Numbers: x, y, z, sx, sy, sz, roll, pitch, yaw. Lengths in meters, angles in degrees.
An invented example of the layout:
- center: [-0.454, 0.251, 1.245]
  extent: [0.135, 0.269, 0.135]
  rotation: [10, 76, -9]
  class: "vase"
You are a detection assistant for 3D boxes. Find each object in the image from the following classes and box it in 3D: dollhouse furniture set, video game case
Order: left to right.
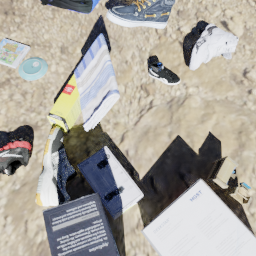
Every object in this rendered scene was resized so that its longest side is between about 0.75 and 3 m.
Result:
- center: [-4.575, -2.904, 10.831]
  extent: [1.199, 0.132, 1.091]
  rotation: [20, 65, 10]
  class: "video game case"
- center: [2.999, 1.585, 8.273]
  extent: [1.186, 0.831, 0.836]
  rotation: [37, 67, -2]
  class: "dollhouse furniture set"

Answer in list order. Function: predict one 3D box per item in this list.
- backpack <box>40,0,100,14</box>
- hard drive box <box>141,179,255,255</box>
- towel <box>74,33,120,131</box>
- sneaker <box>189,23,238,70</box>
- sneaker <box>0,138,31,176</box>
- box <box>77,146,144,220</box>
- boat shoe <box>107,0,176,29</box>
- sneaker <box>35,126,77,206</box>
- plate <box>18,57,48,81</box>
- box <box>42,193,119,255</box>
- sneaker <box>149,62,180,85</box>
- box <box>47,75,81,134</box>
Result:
- center: [-2.194, -6.110, 11.346]
  extent: [2.607, 2.119, 2.188]
  rotation: [23, 63, 12]
  class: "backpack"
- center: [1.996, 3.021, 7.114]
  extent: [2.100, 1.035, 2.695]
  rotation: [-39, 70, -5]
  class: "hard drive box"
- center: [-0.890, -1.200, 7.365]
  extent: [0.260, 1.605, 2.185]
  rotation: [9, 53, -35]
  class: "towel"
- center: [3.213, -2.899, 10.401]
  extent: [1.342, 0.877, 2.335]
  rotation: [25, 62, 15]
  class: "sneaker"
- center: [-3.936, 1.042, 8.509]
  extent: [2.025, 0.716, 0.989]
  rotation: [-15, 62, -9]
  class: "sneaker"
- center: [-0.534, 1.613, 8.309]
  extent: [1.102, 0.568, 1.889]
  rotation: [-34, 68, -16]
  class: "box"
- center: [0.424, -3.789, 8.792]
  extent: [2.212, 1.004, 0.783]
  rotation: [-8, 52, -29]
  class: "boat shoe"
- center: [-2.080, 1.147, 8.503]
  extent: [1.085, 0.936, 2.474]
  rotation: [9, 63, -15]
  class: "sneaker"
- center: [-3.574, -2.265, 10.507]
  extent: [1.104, 0.141, 1.104]
  rotation: [-1, 63, 1]
  class: "plate"
- center: [-0.905, 3.055, 6.633]
  extent: [1.351, 2.263, 2.301]
  rotation: [-17, 65, -10]
  class: "box"
- center: [1.324, -1.984, 10.059]
  extent: [1.214, 0.679, 0.444]
  rotation: [19, 65, 9]
  class: "sneaker"
- center: [-1.763, -1.093, 9.483]
  extent: [0.624, 0.936, 2.488]
  rotation: [22, 66, 11]
  class: "box"
